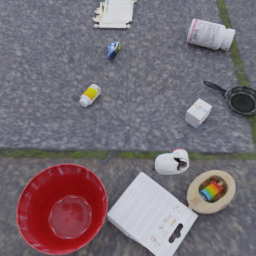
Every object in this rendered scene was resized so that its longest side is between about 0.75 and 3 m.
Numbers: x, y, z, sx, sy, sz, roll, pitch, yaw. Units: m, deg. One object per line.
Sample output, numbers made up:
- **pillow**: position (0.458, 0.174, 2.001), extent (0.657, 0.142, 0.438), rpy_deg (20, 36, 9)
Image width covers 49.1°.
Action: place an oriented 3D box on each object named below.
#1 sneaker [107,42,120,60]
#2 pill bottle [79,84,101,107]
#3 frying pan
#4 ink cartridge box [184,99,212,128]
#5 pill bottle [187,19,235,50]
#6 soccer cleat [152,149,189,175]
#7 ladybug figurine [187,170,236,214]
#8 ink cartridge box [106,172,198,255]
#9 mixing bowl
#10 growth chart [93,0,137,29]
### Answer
- **sneaker**: position (-0.700, -3.315, 12.010), extent (0.444, 0.399, 1.079), rpy_deg (15, 53, 12)
- **pill bottle**: position (-1.459, -1.218, 10.671), extent (0.478, 0.478, 0.876), rpy_deg (28, 62, 16)
- **frying pan**: position (3.970, -1.090, 10.671), extent (2.252, 0.367, 1.362), rpy_deg (6, 58, 6)
- **ink cartridge box**: position (2.545, -0.533, 10.190), extent (0.581, 0.591, 0.803), rpy_deg (38, 65, 21)
- **pill bottle**: position (3.535, -3.963, 12.008), extent (1.806, 1.024, 1.024), rpy_deg (18, 60, 10)
- **soccer cleat**: position (1.424, 0.995, 7.863), extent (0.823, 1.907, 0.666), rpy_deg (6, 96, 34)
- **ladybug figurine**: position (2.507, 2.005, 8.626), extent (1.712, 0.616, 1.162), rpy_deg (-27, 63, -18)
- **ink cartridge box**: position (0.692, 2.637, 8.390), extent (2.142, 0.611, 1.741), rpy_deg (38, 65, 11)
- **mixing bowl**: position (-1.740, 2.393, 8.000), extent (2.428, 1.315, 2.428), rpy_deg (0, 59, 1)
- **growth chart**: position (-0.587, -5.672, 13.510), extent (1.942, 0.238, 2.683), rpy_deg (8, 59, 5)
